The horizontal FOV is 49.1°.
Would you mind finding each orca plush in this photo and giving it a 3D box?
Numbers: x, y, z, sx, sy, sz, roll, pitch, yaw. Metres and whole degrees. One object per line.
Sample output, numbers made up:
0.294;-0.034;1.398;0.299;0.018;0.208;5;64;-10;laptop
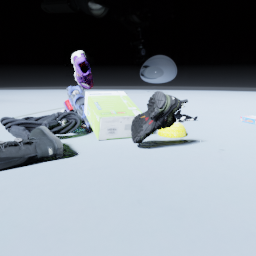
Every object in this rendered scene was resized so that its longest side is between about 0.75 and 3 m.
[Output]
2.357;-0.539;12.285;1.392;0.495;0.732;0;11;1;orca plush

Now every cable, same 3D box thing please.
-2.986;-0.226;9.621;2.830;0.719;2.309;6;19;42;cable

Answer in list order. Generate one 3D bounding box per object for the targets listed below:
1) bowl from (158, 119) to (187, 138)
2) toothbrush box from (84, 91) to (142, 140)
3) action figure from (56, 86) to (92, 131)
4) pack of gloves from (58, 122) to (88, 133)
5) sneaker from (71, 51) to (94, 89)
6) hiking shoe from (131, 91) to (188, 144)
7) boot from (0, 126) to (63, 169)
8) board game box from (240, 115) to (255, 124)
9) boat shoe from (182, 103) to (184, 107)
1.500;-0.022;9.496;0.990;0.533;0.990;-1;11;0;bowl
-0.539;-0.494;9.525;1.484;0.877;2.038;-4;32;-21;toothbrush box
-1.425;-0.544;11.360;2.828;1.529;2.923;-10;42;-12;action figure
-2.248;-0.058;10.319;1.514;0.299;1.272;-1;10;-5;pack of gloves
-1.753;-2.143;11.076;0.735;1.824;0.761;-27;55;-8;sneaker
0.765;-0.133;7.343;0.978;0.735;1.942;9;-35;-23;hiking shoe
-2.832;0.496;6.672;2.052;0.673;1.691;-13;14;-34;boot
5.440;-0.357;12.032;0.827;0.236;0.845;-5;12;-20;board game box
2.715;-1.513;17.481;1.553;0.464;0.555;-1;11;-3;boat shoe
